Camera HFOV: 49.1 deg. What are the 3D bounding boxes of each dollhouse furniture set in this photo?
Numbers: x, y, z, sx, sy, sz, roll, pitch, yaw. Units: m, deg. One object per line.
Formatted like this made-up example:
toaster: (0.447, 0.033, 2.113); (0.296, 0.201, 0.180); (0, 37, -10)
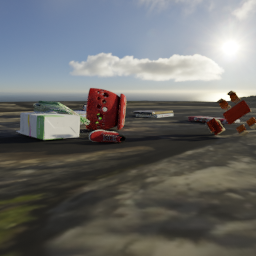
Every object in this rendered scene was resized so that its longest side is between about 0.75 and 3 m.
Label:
dollhouse furniture set: (3.380, -0.350, 9.371); (1.412, 1.428, 0.735); (-40, -28, 30)

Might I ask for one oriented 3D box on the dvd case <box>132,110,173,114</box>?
dvd case: (1.526, -0.986, 17.198); (1.551, 0.167, 2.085); (6, 10, 43)

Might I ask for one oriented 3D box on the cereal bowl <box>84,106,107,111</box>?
cereal bowl: (-1.546, -0.893, 15.702); (1.784, 0.743, 1.784); (1, 7, 0)

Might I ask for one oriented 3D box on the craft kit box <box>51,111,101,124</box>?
craft kit box: (-2.854, -0.520, 13.736); (2.320, 0.570, 2.350); (-2, 7, -38)

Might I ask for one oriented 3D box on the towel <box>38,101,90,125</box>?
towel: (-2.213, -0.520, 9.777); (1.175, 0.180, 1.541); (9, -17, 40)

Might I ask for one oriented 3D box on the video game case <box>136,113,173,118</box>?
video game case: (1.632, -0.816, 17.267); (1.577, 0.199, 1.731); (-7, 10, -44)

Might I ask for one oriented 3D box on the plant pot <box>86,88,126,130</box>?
plant pot: (-0.841, -0.698, 10.835); (1.468, 1.612, 1.612); (5, 7, -2)

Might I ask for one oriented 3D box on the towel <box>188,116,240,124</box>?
towel: (4.238, -0.390, 13.860); (2.089, 0.238, 1.505); (9, 9, 41)

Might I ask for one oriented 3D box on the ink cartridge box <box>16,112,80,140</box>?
ink cartridge box: (-2.760, -0.129, 9.416); (1.300, 0.747, 2.220); (-3, 7, -43)

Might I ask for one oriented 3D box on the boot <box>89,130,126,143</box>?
boot: (-0.587, 0.273, 8.129); (0.983, 0.356, 0.709); (0, 8, -28)

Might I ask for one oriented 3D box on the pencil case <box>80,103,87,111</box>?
pencil case: (-2.276, -1.274, 18.512); (0.868, 0.755, 1.942); (30, 21, 25)

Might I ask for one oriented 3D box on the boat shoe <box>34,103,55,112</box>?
boat shoe: (-5.115, -1.186, 17.222); (2.428, 0.753, 0.874); (0, 23, 39)
